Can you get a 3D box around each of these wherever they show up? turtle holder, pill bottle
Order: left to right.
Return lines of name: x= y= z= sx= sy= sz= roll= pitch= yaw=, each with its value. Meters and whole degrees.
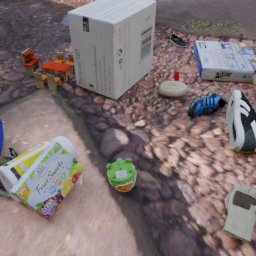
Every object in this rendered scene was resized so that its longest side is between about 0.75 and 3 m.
pill bottle: x=-2.203 y=0.965 z=7.044 sx=1.003 sy=1.003 sz=1.755 roll=31 pitch=47 yaw=31
turtle holder: x=-0.185 y=1.179 z=7.043 sx=0.721 sy=0.674 sz=0.949 roll=-29 pitch=34 yaw=-24

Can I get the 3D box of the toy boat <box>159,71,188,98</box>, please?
toy boat: x=1.744 y=-1.541 z=10.426 sx=1.042 sy=0.576 sz=1.239 roll=8 pitch=49 yaw=15

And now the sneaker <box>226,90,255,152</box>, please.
sneaker: x=3.836 y=-0.141 z=8.564 sx=1.384 sy=0.904 sz=2.474 roll=12 pitch=47 yaw=5

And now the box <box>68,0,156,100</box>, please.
box: x=-0.466 y=-3.100 z=10.390 sx=1.870 sy=2.846 sz=2.861 roll=22 pitch=45 yaw=24

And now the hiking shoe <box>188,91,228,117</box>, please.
hiking shoe: x=2.663 y=-0.757 z=9.388 sx=1.606 sy=0.598 sz=0.696 roll=-31 pitch=48 yaw=-31

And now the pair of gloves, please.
pair of gloves: x=3.121 y=2.058 z=6.307 sx=1.883 sy=0.330 sz=1.601 roll=15 pitch=39 yaw=14

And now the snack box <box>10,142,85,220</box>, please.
snack box: x=-1.800 y=1.180 z=6.443 sx=0.382 sy=1.025 sz=1.442 roll=-10 pitch=39 yaw=51

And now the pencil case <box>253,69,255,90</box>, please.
pencil case: x=5.879 y=-1.802 z=10.231 sx=2.483 sy=1.111 sz=0.966 roll=0 pitch=41 yaw=1

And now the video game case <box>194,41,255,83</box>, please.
video game case: x=4.143 y=-2.855 z=11.843 sx=2.388 sy=0.599 sz=2.634 roll=3 pitch=41 yaw=4

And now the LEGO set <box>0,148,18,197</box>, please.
LEGO set: x=-3.490 y=1.100 z=6.961 sx=2.184 sy=0.619 sz=1.418 roll=9 pitch=55 yaw=-37

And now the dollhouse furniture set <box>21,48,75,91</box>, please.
dollhouse furniture set: x=-3.191 y=-2.493 z=11.133 sx=1.872 sy=0.975 sz=1.892 roll=11 pitch=42 yaw=13

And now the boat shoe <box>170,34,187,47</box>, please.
boat shoe: x=2.485 y=-4.312 z=13.744 sx=0.408 sy=0.362 sz=1.091 roll=-19 pitch=44 yaw=-21

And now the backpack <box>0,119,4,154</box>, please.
backpack: x=-4.477 y=-0.162 z=7.292 sx=2.014 sy=2.400 sz=1.950 roll=-14 pitch=41 yaw=-15
